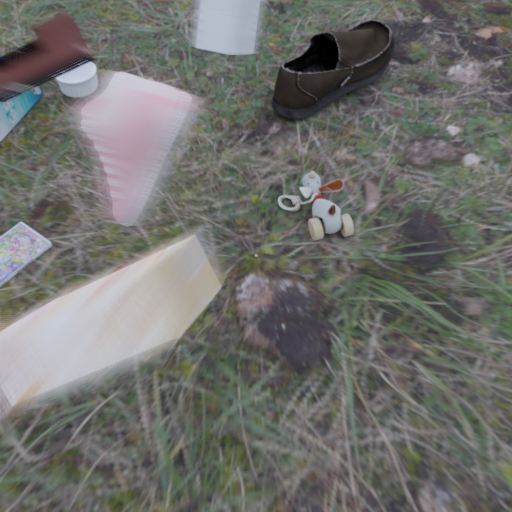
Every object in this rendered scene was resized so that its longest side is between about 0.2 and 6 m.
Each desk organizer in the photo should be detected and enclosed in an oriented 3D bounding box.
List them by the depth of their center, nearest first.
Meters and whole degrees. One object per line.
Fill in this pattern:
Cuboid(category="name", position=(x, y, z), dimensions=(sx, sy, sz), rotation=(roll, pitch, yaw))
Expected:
Cuboid(category="desk organizer", position=(-4.122, -3.655, 10.388), dimensions=(1.970, 0.707, 0.758), rotation=(-25, 99, 1))

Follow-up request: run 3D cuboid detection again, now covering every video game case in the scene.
Cuboid(category="video game case", position=(-4.333, -0.039, 9.867), dimensions=(0.843, 0.106, 1.177), rotation=(31, 59, 22))

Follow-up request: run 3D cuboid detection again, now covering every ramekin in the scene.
Cuboid(category="ramekin", position=(-4.060, -4.016, 12.730), dimensions=(0.931, 0.454, 0.931), rotation=(0, 52, 0))

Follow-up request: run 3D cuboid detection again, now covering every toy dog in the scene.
Cuboid(category="toy dog", position=(1.184, -1.010, 10.192), dimensions=(1.062, 0.775, 1.610), rotation=(-29, 57, -20))

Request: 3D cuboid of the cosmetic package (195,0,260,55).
Cuboid(category="cosmetic package", position=(-0.422, -3.716, 8.752), dimensions=(0.624, 1.015, 1.012), rotation=(15, 24, 16))

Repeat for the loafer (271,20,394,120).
Cuboid(category="loafer", position=(1.821, -4.331, 12.331), dimensions=(1.307, 1.278, 3.582), rotation=(37, 65, 26))

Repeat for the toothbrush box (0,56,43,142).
Cuboid(category="toothbrush box", position=(-5.821, -3.336, 11.937), dimensions=(1.505, 0.877, 2.055), rotation=(15, 55, 12))

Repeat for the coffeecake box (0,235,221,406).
Cuboid(category="coffeecake box", position=(-1.512, 0.606, 5.756), dimensions=(1.939, 0.708, 1.488), rotation=(-24, 9, 16))

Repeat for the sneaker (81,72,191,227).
Cuboid(category="sneaker", position=(-1.896, -1.507, 7.862), dimensions=(1.258, 2.407, 0.906), rotation=(21, 43, -15))
